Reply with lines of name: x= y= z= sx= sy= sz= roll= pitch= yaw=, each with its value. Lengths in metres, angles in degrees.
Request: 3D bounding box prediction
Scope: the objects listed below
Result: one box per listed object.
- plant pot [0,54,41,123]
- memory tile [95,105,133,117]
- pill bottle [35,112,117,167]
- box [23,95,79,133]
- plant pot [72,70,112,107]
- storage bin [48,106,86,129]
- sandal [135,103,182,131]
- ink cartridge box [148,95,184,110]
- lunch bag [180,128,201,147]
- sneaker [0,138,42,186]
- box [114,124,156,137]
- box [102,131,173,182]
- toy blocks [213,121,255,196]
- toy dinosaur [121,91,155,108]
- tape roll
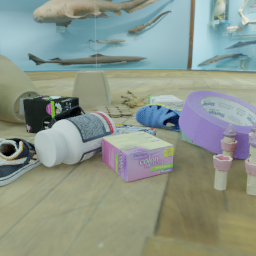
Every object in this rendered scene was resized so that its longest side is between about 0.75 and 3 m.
plant pot: x=-5.043 y=-1.404 z=11.792 sx=2.959 sy=2.771 sz=2.771 roll=28 pitch=29 yaw=32
memory tile: x=-0.703 y=-0.812 z=13.556 sx=1.664 sy=0.182 sz=2.171 roll=-2 pitch=15 yaw=-9
pill bottle: x=-1.393 y=0.299 z=7.583 sx=1.210 sy=1.210 sz=2.024 roll=12 pitch=20 yaw=38
box: x=-2.772 y=-0.482 z=10.277 sx=1.717 sy=1.275 sz=1.067 roll=6 pitch=16 yaw=21
plant pot: x=-2.035 y=-2.288 z=15.803 sx=2.075 sy=1.839 sz=2.077 roll=0 pitch=15 yaw=1
storage bin: x=-1.838 y=-0.122 z=8.895 sx=1.153 sy=0.780 sz=0.541 roll=-32 pitch=-6 yaw=-46
sandal: x=1.400 y=-0.369 z=10.674 sx=2.369 sy=0.941 sz=1.031 roll=3 pitch=20 yaw=17
ink cartridge box: x=1.780 y=-1.075 z=13.419 sx=1.292 sy=0.744 sz=1.770 roll=-2 pitch=16 yaw=-8
lunch bag: x=2.442 y=0.117 z=9.219 sx=1.155 sy=0.704 sz=0.984 roll=-16 pitch=21 yaw=-30
sneaker: x=-2.749 y=0.626 z=7.090 sx=0.861 sy=0.871 sz=2.194 roll=1 pitch=14 yaw=9
box: x=-0.264 y=0.244 z=9.246 sx=2.100 sy=0.419 sz=1.438 roll=6 pitch=17 yaw=20
box: x=0.206 y=0.665 z=7.181 sx=1.292 sy=0.710 sz=1.469 roll=-8 pitch=17 yaw=-27
toy blocks: x=2.963 y=0.481 z=6.240 sx=1.859 sy=1.565 sz=1.737 roll=7 pitch=16 yaw=23
toy dinosaur: x=0.424 y=-1.528 z=15.637 sx=1.286 sy=0.740 sz=2.542 roll=25 pitch=32 yaw=23
tape roll: x=2.928 y=-0.197 z=8.540 sx=2.616 sy=0.858 sz=2.616 roll=10 pitch=30 yaw=-6
